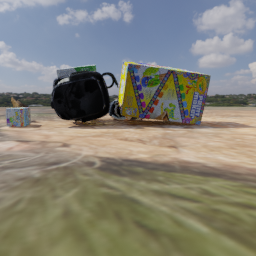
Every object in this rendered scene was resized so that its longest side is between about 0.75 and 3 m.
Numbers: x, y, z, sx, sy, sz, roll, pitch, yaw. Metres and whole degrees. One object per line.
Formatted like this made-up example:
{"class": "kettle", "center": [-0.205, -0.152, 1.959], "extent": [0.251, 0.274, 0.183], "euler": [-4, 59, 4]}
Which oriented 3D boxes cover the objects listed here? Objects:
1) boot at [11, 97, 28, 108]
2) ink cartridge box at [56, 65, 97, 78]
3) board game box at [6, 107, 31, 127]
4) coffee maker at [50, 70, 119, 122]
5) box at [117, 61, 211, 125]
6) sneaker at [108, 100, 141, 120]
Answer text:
{"class": "boot", "center": [-4.631, -0.852, 11.611], "extent": [0.608, 0.623, 1.651], "euler": [33, -4, -34]}
{"class": "ink cartridge box", "center": [-2.118, -1.573, 12.422], "extent": [1.650, 2.251, 0.935], "euler": [-7, 15, 1]}
{"class": "board game box", "center": [-3.651, -0.379, 9.396], "extent": [0.595, 0.606, 1.155], "euler": [-2, 5, -12]}
{"class": "coffee maker", "center": [-1.477, -1.377, 10.084], "extent": [2.571, 1.803, 2.677], "euler": [-38, 19, -4]}
{"class": "box", "center": [1.134, -1.424, 10.567], "extent": [2.788, 1.766, 2.895], "euler": [7, 14, -7]}
{"class": "sneaker", "center": [-0.416, -0.853, 12.697], "extent": [0.946, 0.934, 2.382], "euler": [3, 4, -37]}
